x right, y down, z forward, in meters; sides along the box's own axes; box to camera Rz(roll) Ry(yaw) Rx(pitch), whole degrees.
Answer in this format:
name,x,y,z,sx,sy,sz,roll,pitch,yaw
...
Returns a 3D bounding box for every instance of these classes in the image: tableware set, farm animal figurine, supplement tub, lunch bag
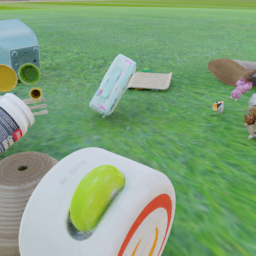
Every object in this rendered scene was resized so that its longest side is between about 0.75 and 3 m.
name,x,y,z,sx,sy,sz,roll,pitch,yaw
tableware set,-3.312,-0.822,7.218,2.312,1.557,0.355,-11,20,-6
farm animal figurine,3.633,-0.242,7.327,1.877,1.169,2.324,20,25,-2
supplement tub,-2.889,0.011,6.087,1.013,1.013,1.443,20,52,32
lunch bag,-0.421,-1.157,8.051,0.697,1.807,1.449,29,1,-5

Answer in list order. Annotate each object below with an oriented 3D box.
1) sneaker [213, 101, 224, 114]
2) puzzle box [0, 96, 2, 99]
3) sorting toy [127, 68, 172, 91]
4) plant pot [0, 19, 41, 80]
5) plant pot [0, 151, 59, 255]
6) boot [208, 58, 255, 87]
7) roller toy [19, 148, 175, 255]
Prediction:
name,x,y,z,sx,sy,sz,roll,pitch,yaw
sneaker,2.796,-0.583,8.552,0.300,0.365,0.792,-8,13,30
puzzle box,-5.540,-0.509,8.448,1.919,0.367,2.884,16,32,27
sorting toy,0.939,-1.981,11.291,1.618,0.322,2.188,2,31,13
plant pot,-4.774,-3.013,11.488,2.202,2.162,2.156,31,40,32
plant pot,-1.745,1.068,4.868,2.044,0.943,2.044,0,29,0
boot,4.909,-2.311,11.244,2.023,0.972,2.767,-26,46,-37
roller toy,-0.365,1.252,3.612,1.383,1.979,1.805,19,11,31
